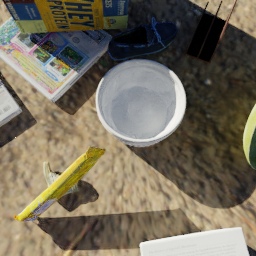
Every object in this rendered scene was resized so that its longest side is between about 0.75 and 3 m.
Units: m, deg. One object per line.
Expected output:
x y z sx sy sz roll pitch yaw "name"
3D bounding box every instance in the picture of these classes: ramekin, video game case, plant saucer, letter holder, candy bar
0.295 -0.498 6.784 2.052 1.077 2.052 0 73 1 "ramekin"
-4.173 -0.550 7.241 2.155 0.248 1.963 -37 77 -10 "video game case"
3.306 -0.155 6.306 2.323 2.323 0.361 -42 43 -12 "plant saucer"
-2.171 -2.377 7.768 2.684 0.318 2.443 39 77 10 "video game case"
2.218 -2.699 7.470 0.755 1.067 1.501 23 75 7 "letter holder"
-1.486 1.267 6.051 2.507 0.625 0.278 -42 66 12 "candy bar"

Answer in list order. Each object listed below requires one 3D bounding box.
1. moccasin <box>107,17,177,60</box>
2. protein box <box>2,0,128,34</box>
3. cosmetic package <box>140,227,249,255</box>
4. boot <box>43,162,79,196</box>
0.471 -2.387 7.519 2.076 0.708 0.835 -28 75 -14 "moccasin"
-1.527 -4.203 7.038 2.885 1.947 2.864 -4 77 -3 "protein box"
1.375 3.151 5.494 2.002 1.235 2.009 -9 70 -1 "cosmetic package"
-1.587 1.163 6.658 0.722 0.336 0.934 -18 79 -5 "boot"
